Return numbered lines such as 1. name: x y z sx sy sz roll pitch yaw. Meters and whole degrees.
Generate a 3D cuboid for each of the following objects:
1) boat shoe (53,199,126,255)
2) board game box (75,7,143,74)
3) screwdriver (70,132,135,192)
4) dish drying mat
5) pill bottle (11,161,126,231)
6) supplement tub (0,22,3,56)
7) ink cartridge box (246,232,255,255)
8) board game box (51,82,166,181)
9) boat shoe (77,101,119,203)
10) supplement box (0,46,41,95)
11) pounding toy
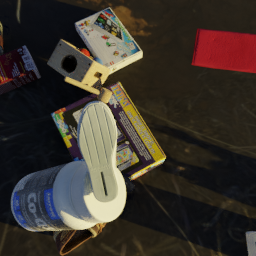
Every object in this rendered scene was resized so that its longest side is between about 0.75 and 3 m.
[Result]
1. boat shoe: -0.955 2.599 7.540 2.228 0.804 0.802 -30 29 -8
2. board game box: -0.720 -3.184 10.149 1.493 0.409 2.365 -29 71 -11
3. screwdriver: -0.787 0.924 7.724 2.399 0.335 0.349 36 104 13
4. dish drying mat: 2.654 -1.744 6.476 2.238 0.204 0.860 9 101 8
5. pill bottle: -1.498 1.687 6.903 2.791 1.588 1.588 -19 63 38
6. supplement tub: -4.908 -3.062 9.804 0.971 0.971 1.584 -10 68 -4
7. ink cartridge box: 4.058 3.007 6.880 1.486 2.036 0.858 0 71 0
8. board game box: -0.637 0.334 8.573 2.402 0.824 2.906 -26 71 -12
9. boat shoe: -0.569 0.449 5.390 0.730 0.629 2.027 -6 109 -8
10. supplement box: -4.162 -1.874 9.537 2.003 0.610 1.090 -27 71 -9
11. pounding toy: -1.249 -1.762 8.609 2.233 1.962 1.022 35 100 14
